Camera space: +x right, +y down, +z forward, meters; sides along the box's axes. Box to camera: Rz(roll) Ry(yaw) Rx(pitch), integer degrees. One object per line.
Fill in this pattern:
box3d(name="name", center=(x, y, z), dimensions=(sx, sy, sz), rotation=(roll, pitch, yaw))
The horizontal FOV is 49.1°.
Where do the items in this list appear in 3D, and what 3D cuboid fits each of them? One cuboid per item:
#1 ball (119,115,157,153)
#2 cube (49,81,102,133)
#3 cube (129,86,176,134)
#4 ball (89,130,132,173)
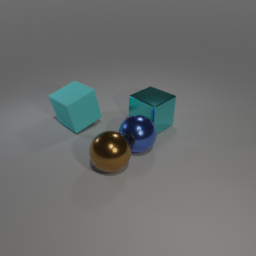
box3d(name="ball", center=(0.348, 0.211, 10.244), dimensions=(1.400, 1.400, 1.400), rotation=(0, 32, 0))
box3d(name="cube", center=(-2.176, -0.904, 11.687), dimensions=(1.400, 1.400, 1.400), rotation=(-37, 44, -28))
box3d(name="cube", center=(0.989, -0.730, 11.699), dimensions=(1.400, 1.400, 1.400), rotation=(27, 40, 35))
box3d(name="ball", center=(-0.583, 0.779, 9.322), dimensions=(1.400, 1.400, 1.400), rotation=(0, 32, 0))
